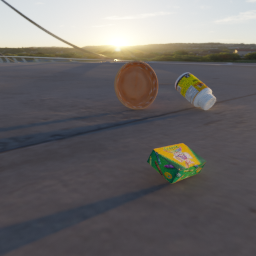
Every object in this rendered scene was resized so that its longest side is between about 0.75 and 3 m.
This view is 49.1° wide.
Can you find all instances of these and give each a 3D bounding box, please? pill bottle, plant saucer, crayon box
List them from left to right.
[{"bbox_3d":[0.304,-1.687,11.125,1.904,1.904,0.356,-8,7,-24],"label":"plant saucer"},{"bbox_3d":[0.936,0.635,5.287,1.062,0.310,0.631,-6,38,-48],"label":"crayon box"},{"bbox_3d":[2.706,-1.449,11.220,0.894,0.894,1.637,-13,48,-37],"label":"pill bottle"}]
